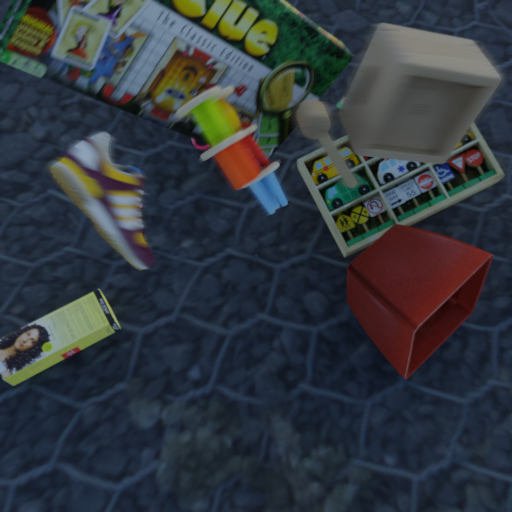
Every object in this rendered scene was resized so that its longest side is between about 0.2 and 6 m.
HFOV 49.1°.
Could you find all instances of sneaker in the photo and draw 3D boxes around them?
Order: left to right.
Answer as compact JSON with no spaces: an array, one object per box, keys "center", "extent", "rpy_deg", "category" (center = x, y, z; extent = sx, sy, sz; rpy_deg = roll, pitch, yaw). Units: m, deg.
[{"center":[-2.018,-0.760,8.560],"extent":[1.054,2.340,0.877],"rpy_deg":[-43,47,-14],"category":"sneaker"}]

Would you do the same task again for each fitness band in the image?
[{"center":[-1.261,-2.762,13.028],"extent":[0.487,0.127,0.678],"rpy_deg":[-14,65,-10],"category":"fitness band"}]

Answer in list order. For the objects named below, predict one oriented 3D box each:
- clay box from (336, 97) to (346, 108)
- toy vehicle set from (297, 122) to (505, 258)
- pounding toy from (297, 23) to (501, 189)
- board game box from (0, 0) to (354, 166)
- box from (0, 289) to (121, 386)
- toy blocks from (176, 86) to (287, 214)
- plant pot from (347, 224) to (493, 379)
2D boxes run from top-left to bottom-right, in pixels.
[{"center":[2.448,-3.292,11.548],"extent":[1.448,0.345,0.832],"rpy_deg":[-33,33,3],"category":"clay box"},{"center":[2.945,-1.766,11.680],"extent":[3.621,0.480,2.250],"rpy_deg":[-27,79,-1],"category":"toy vehicle set"},{"center":[2.033,-2.528,9.694],"extent":[2.948,2.590,1.349],"rpy_deg":[2,50,-19],"category":"pounding toy"},{"center":[-0.960,-3.364,9.167],"extent":[2.859,5.458,0.640],"rpy_deg":[-50,52,25],"category":"board game box"},{"center":[-3.778,1.534,10.627],"extent":[2.217,0.556,0.835],"rpy_deg":[-29,67,-14],"category":"box"},{"center":[-0.237,-1.502,8.612],"extent":[0.756,1.736,2.083],"rpy_deg":[-29,101,17],"category":"toy blocks"},{"center":[2.807,0.642,10.377],"extent":[2.057,2.055,1.812],"rpy_deg":[-39,58,-17],"category":"plant pot"}]
